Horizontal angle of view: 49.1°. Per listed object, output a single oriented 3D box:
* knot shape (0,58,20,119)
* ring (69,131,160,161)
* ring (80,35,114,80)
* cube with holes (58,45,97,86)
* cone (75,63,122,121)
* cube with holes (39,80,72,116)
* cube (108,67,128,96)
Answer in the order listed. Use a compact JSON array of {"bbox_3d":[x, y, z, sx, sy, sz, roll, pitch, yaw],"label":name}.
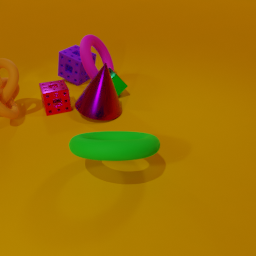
[{"bbox_3d":[-3.899,-1.281,8.823,0.884,1.790,1.913,0,16,-20],"label":"knot shape"},{"bbox_3d":[-0.301,0.369,6.444,2.081,0.416,2.081,0,6,0],"label":"ring"},{"bbox_3d":[-1.173,-2.625,10.956,0.412,2.061,2.061,-15,26,25],"label":"ring"},{"bbox_3d":[-2.085,-2.577,11.451,1.062,1.062,1.062,28,41,16],"label":"cube with holes"},{"bbox_3d":[-0.831,-1.348,8.993,1.606,1.612,1.606,9,35,-6],"label":"cone"},{"bbox_3d":[-2.469,-1.041,9.499,0.840,0.840,0.840,-13,35,-19],"label":"cube with holes"},{"bbox_3d":[-0.591,-1.630,10.263,0.722,0.722,0.722,-44,39,5],"label":"cube"}]
